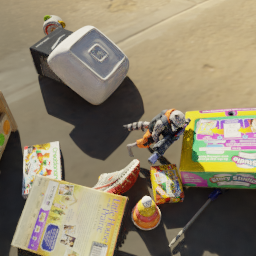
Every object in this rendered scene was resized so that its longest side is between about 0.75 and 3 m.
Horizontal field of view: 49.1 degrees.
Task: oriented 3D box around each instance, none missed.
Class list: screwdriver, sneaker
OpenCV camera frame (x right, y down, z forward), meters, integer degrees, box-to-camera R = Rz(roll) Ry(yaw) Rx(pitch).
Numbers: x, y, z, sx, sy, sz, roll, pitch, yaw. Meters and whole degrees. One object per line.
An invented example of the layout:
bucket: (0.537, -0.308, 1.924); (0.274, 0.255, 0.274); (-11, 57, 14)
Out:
screwdriver: (2.035, 2.053, 7.528); (2.952, 0.412, 0.430); (-36, 29, -21)
sneaker: (-0.400, 1.442, 7.736); (1.892, 0.736, 0.777); (-36, 57, -27)

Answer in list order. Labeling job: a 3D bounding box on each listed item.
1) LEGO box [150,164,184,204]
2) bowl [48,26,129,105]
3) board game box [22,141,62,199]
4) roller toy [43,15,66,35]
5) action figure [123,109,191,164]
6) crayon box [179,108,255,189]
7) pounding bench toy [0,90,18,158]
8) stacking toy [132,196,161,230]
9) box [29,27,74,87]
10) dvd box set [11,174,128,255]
LEGO box: (1.067, 1.566, 7.848); (0.759, 0.393, 1.019); (-5, 49, -4)
bowl: (-1.245, -2.470, 10.184); (2.583, 0.964, 2.579); (41, 55, -7)
board game box: (-2.504, 1.194, 8.229); (1.059, 0.290, 1.678); (-9, 50, -7)
roller toy: (-3.382, -4.579, 12.804); (0.993, 0.906, 0.694); (8, 47, -15)
action figure: (0.732, 0.128, 7.890); (1.130, 2.091, 2.161); (55, 43, -7)
crayon box: (2.988, 0.516, 7.967); (2.784, 0.811, 2.402); (-2, 45, 20)
pounding bench toy: (-5.116, 0.029, 8.286); (2.790, 1.733, 2.177); (1, 49, 1)
stacking toy: (0.484, 2.013, 7.030); (0.771, 1.055, 0.771); (1, 49, -1)
box: (-2.233, -2.701, 10.934); (2.437, 1.271, 1.804); (24, 54, 20)
dvd box set: (-1.382, 2.280, 6.838); (2.459, 0.361, 1.799); (11, 74, 10)
